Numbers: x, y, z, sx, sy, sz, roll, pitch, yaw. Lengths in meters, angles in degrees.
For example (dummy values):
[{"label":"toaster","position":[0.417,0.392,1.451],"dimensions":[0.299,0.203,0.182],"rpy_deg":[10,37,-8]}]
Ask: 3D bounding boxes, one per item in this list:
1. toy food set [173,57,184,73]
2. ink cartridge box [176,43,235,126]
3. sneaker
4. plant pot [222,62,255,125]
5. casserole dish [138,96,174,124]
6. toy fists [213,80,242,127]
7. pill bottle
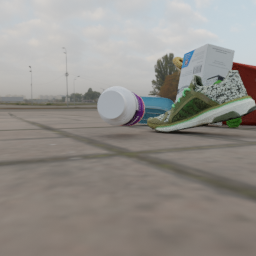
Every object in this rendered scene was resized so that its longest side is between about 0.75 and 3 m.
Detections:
[{"label":"toy food set","position":[2.761,-2.610,12.037],"dimensions":[1.507,0.370,1.523],"rpy_deg":[-14,49,-32]},{"label":"ink cartridge box","position":[2.733,-1.499,10.412],"dimensions":[1.126,2.690,1.952],"rpy_deg":[9,1,-15]},{"label":"sneaker","position":[1.667,-0.647,6.975],"dimensions":[2.835,1.256,1.090],"rpy_deg":[-14,-4,37]},{"label":"plant pot","position":[4.916,-1.199,10.735],"dimensions":[2.439,2.437,2.149],"rpy_deg":[-3,16,-37]},{"label":"casserole dish","position":[0.745,-0.556,9.978],"dimensions":[2.079,0.403,1.259],"rpy_deg":[6,-36,20]},{"label":"toy fists","position":[3.110,-0.713,8.824],"dimensions":[0.554,1.612,0.822],"rpy_deg":[-26,27,5]},{"label":"pill bottle","position":[-0.154,-0.462,6.258],"dimensions":[0.842,0.842,1.497],"rpy_deg":[1,1,15]}]
